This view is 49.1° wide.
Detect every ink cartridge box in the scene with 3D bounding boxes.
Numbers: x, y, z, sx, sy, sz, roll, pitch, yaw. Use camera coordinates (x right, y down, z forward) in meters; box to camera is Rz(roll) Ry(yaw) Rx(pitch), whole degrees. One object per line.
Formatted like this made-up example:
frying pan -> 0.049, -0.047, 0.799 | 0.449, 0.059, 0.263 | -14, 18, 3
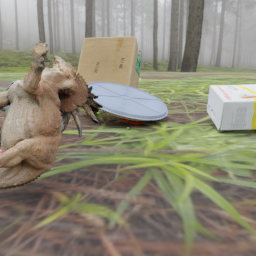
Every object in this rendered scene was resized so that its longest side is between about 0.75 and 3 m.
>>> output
ink cartridge box -> 3.375, -0.610, 7.668 | 2.041, 0.851, 1.481 | -2, 25, 1

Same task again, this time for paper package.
paper package -> -0.763, -2.314, 11.596 | 2.432, 2.552, 1.320 | 3, -16, 14

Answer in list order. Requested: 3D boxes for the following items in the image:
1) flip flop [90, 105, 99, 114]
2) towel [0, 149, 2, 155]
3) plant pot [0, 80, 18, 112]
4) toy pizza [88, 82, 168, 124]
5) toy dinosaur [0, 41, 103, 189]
flip flop -> -1.399, -0.947, 9.612 | 0.518, 0.368, 1.277 | -9, -33, 24
towel -> -2.739, 0.531, 5.536 | 0.832, 0.093, 0.601 | 1, 13, -1
plant pot -> -2.819, -0.655, 7.319 | 0.843, 0.825, 0.828 | 39, -17, -31
toy pizza -> -0.126, -0.798, 9.044 | 2.877, 0.456, 2.877 | 13, 23, -6
toy dinosaur -> -1.314, -0.021, 4.127 | 1.168, 2.720, 1.844 | 13, -14, 29
